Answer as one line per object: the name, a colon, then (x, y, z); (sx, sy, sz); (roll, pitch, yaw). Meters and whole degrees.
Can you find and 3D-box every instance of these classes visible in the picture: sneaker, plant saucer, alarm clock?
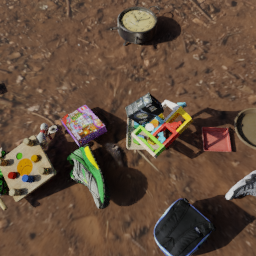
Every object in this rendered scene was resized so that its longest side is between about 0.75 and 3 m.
sneaker: (-1.443, 1.894, 10.434); (1.121, 1.027, 2.631); (-27, 55, -7)
plant saucer: (5.472, 0.071, 11.746); (2.047, 0.302, 2.047); (0, 60, 0)
alarm clock: (0.666, -5.431, 14.466); (2.002, 0.988, 2.968); (35, 68, 18)
sneaker: (4.473, 2.333, 10.248); (1.731, 0.653, 0.985); (-29, 62, -18)
plant saucer: (3.622, 0.495, 11.561); (1.103, 0.203, 1.105); (3, 61, 1)

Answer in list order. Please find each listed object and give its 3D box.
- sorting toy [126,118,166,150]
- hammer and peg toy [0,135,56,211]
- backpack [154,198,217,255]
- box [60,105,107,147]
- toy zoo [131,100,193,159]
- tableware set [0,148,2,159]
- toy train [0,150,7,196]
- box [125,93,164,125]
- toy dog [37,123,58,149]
sorting toy: (0.766, 0.191, 11.676); (1.625, 0.296, 1.504); (2, 60, 1)
hammer and peg toy: (-4.023, 1.732, 10.325); (2.570, 0.906, 1.890); (-37, 69, 3)
backpack: (1.728, 3.447, 9.280); (1.678, 1.233, 1.536); (-41, 66, -19)
box: (-1.855, -0.139, 11.491); (1.257, 0.359, 1.836); (-30, 45, -17)
toy zoo: (1.376, -0.124, 10.603); (2.311, 0.236, 1.516); (-44, 48, -1)
tableware set: (-5.546, 1.358, 10.634); (1.617, 0.248, 1.090); (-25, 43, 5)
toy train: (-4.965, 1.729, 10.778); (0.526, 0.389, 1.864); (-12, 61, 5)
box: (0.589, -0.635, 9.781); (1.038, 0.850, 0.447); (-31, 51, 24)
toy dog: (-3.450, 0.485, 11.436); (0.891, 0.651, 1.352); (14, 48, 16)
